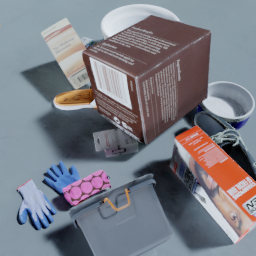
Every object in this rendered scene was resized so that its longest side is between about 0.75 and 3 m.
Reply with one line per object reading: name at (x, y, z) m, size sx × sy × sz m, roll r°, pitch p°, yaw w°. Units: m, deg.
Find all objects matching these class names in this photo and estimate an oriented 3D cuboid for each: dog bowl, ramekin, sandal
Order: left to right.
sandal at (-1.150, -1.210, 9.400) m, size 2.738 × 0.784 × 1.049 m, roll -10°, pitch 51°, yaw -9°
ramekin at (0.472, -3.375, 10.777) m, size 2.944 × 1.435 × 2.944 m, roll 0°, pitch 50°, yaw 0°
dog bowl at (3.128, -0.721, 9.075) m, size 1.685 × 0.664 × 1.685 m, roll 0°, pitch 51°, yaw 0°

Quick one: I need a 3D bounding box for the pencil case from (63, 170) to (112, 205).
pencil case at (-1.045, 1.553, 7.240) m, size 1.202 × 0.545 × 0.563 m, roll -24°, pitch 73°, yaw -23°

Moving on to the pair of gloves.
pair of gloves at (-2.033, 1.719, 7.353) m, size 1.858 × 0.212 × 1.493 m, roll -30°, pitch 56°, yaw -24°

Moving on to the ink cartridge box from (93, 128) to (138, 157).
ink cartridge box at (-0.367, 0.419, 8.289) m, size 1.221 × 0.414 × 0.708 m, roll -9°, pitch 51°, yaw -7°

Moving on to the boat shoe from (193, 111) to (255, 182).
boat shoe at (2.630, 0.610, 7.572) m, size 1.097 × 0.906 × 2.931 m, roll -33°, pitch 59°, yaw 16°

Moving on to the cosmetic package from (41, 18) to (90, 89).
cosmetic package at (-1.961, -2.566, 9.674) m, size 1.106 × 0.933 × 2.139 m, roll -33°, pitch 71°, yaw -2°

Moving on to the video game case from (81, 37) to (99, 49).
video game case at (-1.667, -3.234, 11.502) m, size 1.154 × 0.150 × 1.268 m, roll 22°, pitch 53°, yaw 17°

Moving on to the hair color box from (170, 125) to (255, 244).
hair color box at (2.142, 1.333, 6.880) m, size 0.817 × 1.418 × 2.557 m, roll -28°, pitch 55°, yaw -19°

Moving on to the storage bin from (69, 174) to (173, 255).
storage bin at (-0.055, 2.156, 6.286) m, size 2.109 × 1.535 × 1.417 m, roll -21°, pitch 64°, yaw -17°

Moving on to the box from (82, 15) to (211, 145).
box at (0.611, -1.486, 8.089) m, size 2.759 × 2.265 × 2.289 m, roll -35°, pitch 47°, yaw -24°
